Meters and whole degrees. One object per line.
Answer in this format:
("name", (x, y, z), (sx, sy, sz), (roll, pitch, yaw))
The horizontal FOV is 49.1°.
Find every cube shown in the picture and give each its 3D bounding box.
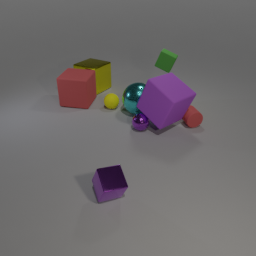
("cube", (-2.355, -1.871, 13.107), (1.400, 1.400, 1.400), (7, 32, 9))
("cube", (-1.825, -2.711, 14.620), (1.400, 1.400, 1.400), (17, 34, 28))
("cube", (1.447, -1.061, 10.739), (1.400, 1.400, 1.400), (-23, 59, -39))
("cube", (1.641, -2.883, 11.976), (0.700, 0.700, 0.700), (27, 29, 3))
("cube", (-0.506, 1.510, 7.637), (0.700, 0.700, 0.700), (-7, 57, -26))

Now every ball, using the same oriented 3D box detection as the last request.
("ball", (0.500, -0.240, 11.059), (0.700, 0.700, 0.700), (0, 30, 0))
("ball", (-0.752, -1.229, 12.759), (0.700, 0.700, 0.700), (0, 30, 0))
("ball", (0.443, -1.276, 12.170), (1.400, 1.400, 1.400), (0, 30, 0))

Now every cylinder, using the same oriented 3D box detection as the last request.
("cylinder", (2.581, -0.474, 11.416), (0.700, 0.700, 0.700), (-8, 32, -13))
